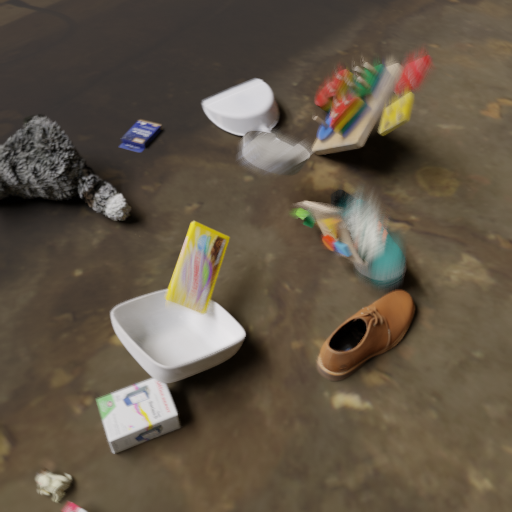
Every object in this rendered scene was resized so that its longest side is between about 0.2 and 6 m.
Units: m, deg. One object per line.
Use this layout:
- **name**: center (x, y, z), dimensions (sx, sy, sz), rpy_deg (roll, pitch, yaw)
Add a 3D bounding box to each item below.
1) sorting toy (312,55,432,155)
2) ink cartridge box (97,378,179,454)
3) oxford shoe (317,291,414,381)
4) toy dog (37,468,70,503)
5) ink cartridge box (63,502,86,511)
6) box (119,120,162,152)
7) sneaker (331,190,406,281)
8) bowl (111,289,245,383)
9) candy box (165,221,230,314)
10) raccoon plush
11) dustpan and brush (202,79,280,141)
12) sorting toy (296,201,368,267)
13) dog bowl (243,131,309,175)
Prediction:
- **sorting toy**: center (2.001, -3.230, 11.973), dimensions (0.679, 4.016, 1.936), rpy_deg (30, 83, -22)
- **ink cartridge box**: center (-1.754, 2.360, 8.390), dimensions (1.040, 0.455, 0.756), rpy_deg (-17, 50, -17)
- **oxford shoe**: center (1.927, 1.170, 9.266), dimensions (2.219, 0.791, 0.791), rpy_deg (-35, 55, -30)
- **toy dog**: center (-2.853, 3.140, 7.800), dimensions (0.423, 0.295, 0.410), rpy_deg (20, 44, 20)
- **ink cartridge box**: center (-2.285, 3.661, 7.305), dimensions (0.728, 0.311, 0.537), rpy_deg (20, 51, 20)
- **box**: center (-2.759, -2.862, 13.335), dimensions (0.612, 0.164, 1.011), rpy_deg (17, 51, 15)
- **sneaker**: center (1.914, -0.430, 10.270), dimensions (0.826, 0.925, 2.316), rpy_deg (-31, 36, -1)
- **bowl**: center (-1.266, 1.291, 8.958), dimensions (1.748, 0.653, 1.746), rpy_deg (-17, 41, -38)
- **candy box**: center (-0.971, 0.193, 9.410), dimensions (0.722, 0.187, 1.413), rpy_deg (23, 70, -20)
- **raccoon plush**: center (-4.481, -1.392, 11.162), dimensions (3.376, 1.634, 2.262), rpy_deg (35, 64, 27)
- **dustpan and brush**: center (0.013, -3.228, 13.430), dimensions (1.749, 0.717, 2.505), rpy_deg (-27, 46, -15)
- **sorting toy**: center (1.247, -0.424, 9.997), dimensions (0.250, 1.256, 1.699), rpy_deg (-38, 21, -7)
- **dog bowl**: center (0.340, -1.935, 10.589), dimensions (1.285, 0.377, 1.285), rpy_deg (14, 29, -8)
